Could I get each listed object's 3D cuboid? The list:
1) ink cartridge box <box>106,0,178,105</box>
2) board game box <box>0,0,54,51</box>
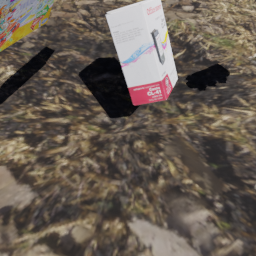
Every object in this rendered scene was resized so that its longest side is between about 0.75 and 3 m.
[{"bbox_3d":[0.428,-1.807,6.560,0.902,2.106,1.554,-5,26,24],"label":"ink cartridge box"},{"bbox_3d":[-2.258,-2.430,5.542,0.429,1.683,2.504,36,46,-5],"label":"board game box"}]
